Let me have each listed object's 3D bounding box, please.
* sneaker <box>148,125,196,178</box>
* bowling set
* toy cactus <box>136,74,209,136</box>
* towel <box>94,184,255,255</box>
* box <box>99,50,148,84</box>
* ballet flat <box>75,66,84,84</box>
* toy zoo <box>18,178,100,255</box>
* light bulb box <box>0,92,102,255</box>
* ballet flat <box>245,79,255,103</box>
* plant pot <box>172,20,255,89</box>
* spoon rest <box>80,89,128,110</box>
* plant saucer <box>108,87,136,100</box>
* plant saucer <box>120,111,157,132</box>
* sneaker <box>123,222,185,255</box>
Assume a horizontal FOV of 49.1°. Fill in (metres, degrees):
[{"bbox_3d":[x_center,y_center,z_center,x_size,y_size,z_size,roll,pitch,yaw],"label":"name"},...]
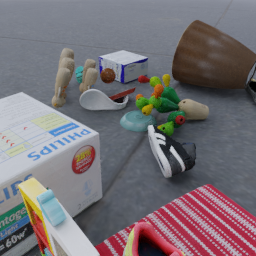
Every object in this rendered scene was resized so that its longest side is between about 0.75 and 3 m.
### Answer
[{"bbox_3d":[1.091,0.458,6.688,0.942,0.615,1.684,-13,38,-4],"label":"sneaker"},{"bbox_3d":[-1.538,-1.455,9.624,2.021,1.559,2.903,14,28,-13],"label":"bowling set"},{"bbox_3d":[1.345,-0.764,8.377,2.239,1.388,2.714,9,30,-14],"label":"toy cactus"},{"bbox_3d":[1.055,2.104,4.542,2.944,0.331,2.129,-20,37,-29],"label":"towel"},{"bbox_3d":[-0.190,-2.584,11.691,1.422,0.811,1.546,-27,40,-37],"label":"box"},{"bbox_3d":[-1.900,-2.086,11.217,0.388,0.405,1.151,-15,34,2],"label":"ballet flat"},{"bbox_3d":[-0.797,1.602,3.505,0.231,2.259,1.482,-26,40,-32],"label":"toy zoo"},{"bbox_3d":[-2.362,0.797,5.337,2.720,1.697,2.696,26,40,35],"label":"light bulb box"},{"bbox_3d":[4.627,-1.355,9.925,0.670,0.573,2.016,3,32,5],"label":"ballet flat"},{"bbox_3d":[3.305,-2.422,10.263,2.534,2.369,2.369,27,40,25],"label":"plant pot"},{"bbox_3d":[-0.748,-0.882,9.101,1.644,0.817,0.498,1,46,-23],"label":"spoon rest"},{"bbox_3d":[-0.270,-1.130,9.640,0.879,0.162,0.881,-25,7,-34],"label":"plant saucer"},{"bbox_3d":[0.319,-0.262,8.511,1.125,0.202,1.125,0,32,0],"label":"plant saucer"},{"bbox_3d":[0.568,2.035,3.430,0.826,0.954,2.114,-19,38,-30],"label":"sneaker"}]
